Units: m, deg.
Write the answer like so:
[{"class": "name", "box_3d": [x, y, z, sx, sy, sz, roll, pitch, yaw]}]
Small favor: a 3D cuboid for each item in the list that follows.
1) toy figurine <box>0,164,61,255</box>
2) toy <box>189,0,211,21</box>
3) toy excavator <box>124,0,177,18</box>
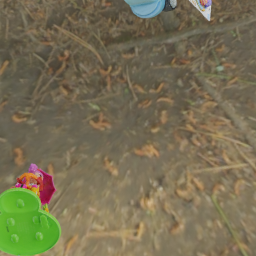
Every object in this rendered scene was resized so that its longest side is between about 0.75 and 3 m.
[{"class": "toy figurine", "box_3d": [-1.887, 1.291, 5.395, 1.225, 1.632, 1.502, -3, 31, -7]}, {"class": "toy", "box_3d": [2.022, -3.554, 7.632, 1.205, 0.285, 0.694, 19, 72, -39]}, {"class": "toy excavator", "box_3d": [0.181, -4.178, 7.336, 1.265, 2.463, 2.533, 6, 24, 32]}]
